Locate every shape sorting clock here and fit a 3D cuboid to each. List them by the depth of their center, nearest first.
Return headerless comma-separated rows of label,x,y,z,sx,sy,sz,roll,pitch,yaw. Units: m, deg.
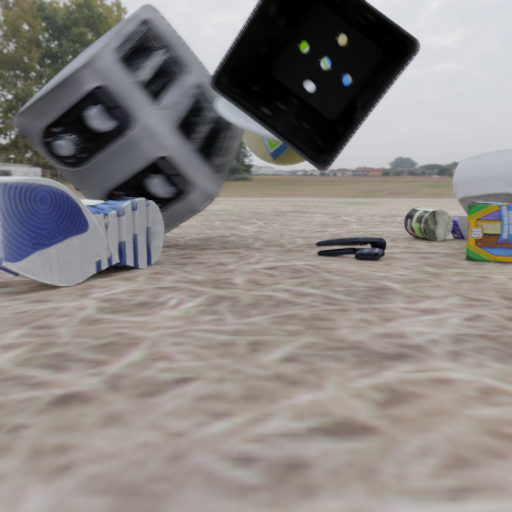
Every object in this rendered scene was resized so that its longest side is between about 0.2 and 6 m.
shape sorting clock,0.825,-3.674,12.173,3.457,3.457,0.678,6,-2,40

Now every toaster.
toaster,-2.137,-2.537,10.782,2.155,3.284,3.632,-23,31,30

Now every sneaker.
sneaker,-2.818,-0.260,7.585,1.820,1.273,3.151,-1,0,23

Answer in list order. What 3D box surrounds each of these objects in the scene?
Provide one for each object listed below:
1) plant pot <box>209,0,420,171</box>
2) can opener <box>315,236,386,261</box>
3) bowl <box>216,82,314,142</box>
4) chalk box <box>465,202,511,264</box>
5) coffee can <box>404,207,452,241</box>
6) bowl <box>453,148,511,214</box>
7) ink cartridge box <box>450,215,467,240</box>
plant pot,0.756,-2.373,6.938,1.757,1.752,1.558,37,23,-2
can opener,1.562,-0.151,9.314,1.235,0.392,0.486,5,10,31
bowl,0.518,-2.892,10.032,2.337,1.050,2.337,12,30,-7
chalk box,4.216,-0.373,8.944,1.521,0.943,0.949,5,8,29
coffee can,3.808,-0.715,12.442,0.697,0.697,0.952,-1,7,-9
bowl,4.647,-0.877,10.121,0.777,2.078,2.081,-49,19,-17
ink cartridge box,4.493,-0.648,12.249,0.153,0.706,0.699,-44,25,-18
